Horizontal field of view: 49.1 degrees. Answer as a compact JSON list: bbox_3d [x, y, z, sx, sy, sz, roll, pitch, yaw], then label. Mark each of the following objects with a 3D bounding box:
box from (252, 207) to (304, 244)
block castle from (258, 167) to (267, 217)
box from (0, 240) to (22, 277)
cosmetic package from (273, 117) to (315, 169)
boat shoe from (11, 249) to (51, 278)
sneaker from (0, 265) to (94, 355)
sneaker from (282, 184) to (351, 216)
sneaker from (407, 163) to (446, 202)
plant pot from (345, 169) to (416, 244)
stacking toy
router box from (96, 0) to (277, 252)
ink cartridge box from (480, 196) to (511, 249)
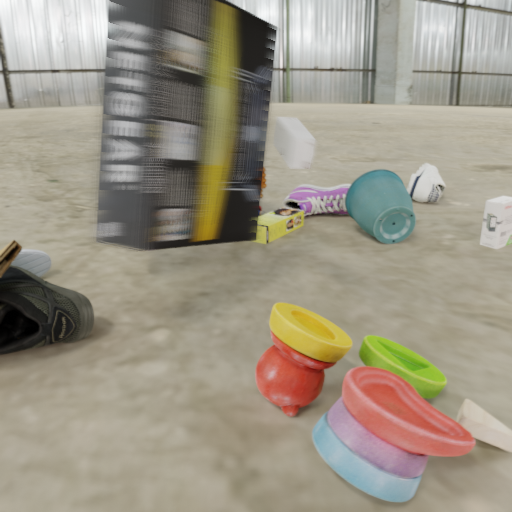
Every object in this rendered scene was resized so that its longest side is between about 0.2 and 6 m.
[{"bbox_3d":[0.445,-0.746,13.278,0.652,0.434,1.734,12,24,31],"label":"box"},{"bbox_3d":[-0.518,-1.831,13.719,1.050,2.239,1.496,6,18,37],"label":"block castle"},{"bbox_3d":[-4.144,0.731,7.554,1.978,0.210,1.617,-35,23,15],"label":"box"},{"bbox_3d":[0.544,-1.670,8.229,0.341,0.468,0.921,-1,32,-13],"label":"cosmetic package"},{"bbox_3d":[-4.714,0.242,10.263,1.794,0.646,0.557,-16,24,-31],"label":"boat shoe"},{"bbox_3d":[-3.781,0.730,8.149,2.550,0.975,1.460,15,8,26],"label":"sneaker"},{"bbox_3d":[1.748,-1.302,14.512,2.225,0.806,1.268,4,25,31],"label":"sneaker"},{"bbox_3d":[5.137,-2.085,16.611,0.964,0.915,2.396,19,31,21],"label":"sneaker"},{"bbox_3d":[2.940,-1.021,12.806,1.467,1.467,1.378,-3,35,-10],"label":"plant pot"},{"bbox_3d":[1.303,1.746,6.322,2.371,1.106,2.619,19,12,-29],"label":"stacking toy"},{"bbox_3d":[-0.928,-1.927,8.305,0.927,3.550,2.791,11,10,32],"label":"router box"},{"bbox_3d":[5.401,-0.754,12.400,0.753,1.035,0.435,-15,25,-36],"label":"ink cartridge box"}]
